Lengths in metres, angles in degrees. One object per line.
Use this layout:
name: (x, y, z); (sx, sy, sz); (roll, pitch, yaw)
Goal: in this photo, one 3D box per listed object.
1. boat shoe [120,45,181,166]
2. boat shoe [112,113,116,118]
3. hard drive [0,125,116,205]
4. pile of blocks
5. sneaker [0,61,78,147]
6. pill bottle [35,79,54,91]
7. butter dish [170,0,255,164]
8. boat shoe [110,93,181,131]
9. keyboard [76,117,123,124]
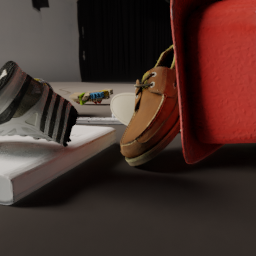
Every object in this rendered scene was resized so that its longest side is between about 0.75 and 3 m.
boat shoe: (0.475, -0.534, 4.798); (0.986, 0.932, 2.740); (-20, 24, 40)
boat shoe: (-0.099, -0.424, 8.600); (0.314, 0.319, 0.886); (19, 30, 35)
hard drive: (-1.508, 0.343, 4.334); (1.771, 0.358, 2.685); (4, 11, 20)
pile of blocks: (-1.577, -1.277, 12.333); (1.909, 0.593, 0.783); (-8, 23, 0)
sneaker: (-1.403, 0.012, 3.621); (1.171, 0.768, 2.036); (32, -32, -30)
pill bottle: (-3.200, -0.882, 8.442); (1.199, 1.199, 2.098); (3, 11, 13)
butter dish: (2.000, -0.861, 3.995); (1.878, 2.534, 2.541); (11, 26, 44)
boat shoe: (0.620, -0.382, 7.069); (2.348, 0.853, 0.736); (13, 10, 33)
keyboard: (-0.205, -0.224, 7.824); (2.829, 0.151, 0.796); (1, 11, 5)
